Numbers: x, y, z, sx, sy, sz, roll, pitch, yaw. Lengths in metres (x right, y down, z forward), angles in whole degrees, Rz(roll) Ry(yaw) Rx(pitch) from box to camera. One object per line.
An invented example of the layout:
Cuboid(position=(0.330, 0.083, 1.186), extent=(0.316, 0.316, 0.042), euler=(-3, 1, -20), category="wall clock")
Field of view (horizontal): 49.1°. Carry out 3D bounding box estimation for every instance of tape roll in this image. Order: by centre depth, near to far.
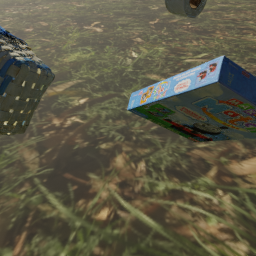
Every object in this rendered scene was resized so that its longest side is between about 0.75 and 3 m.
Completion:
Cuboid(position=(1.726, -3.893, 8.303), extent=(1.103, 1.103, 0.757), euler=(-24, 41, -33), category="tape roll")

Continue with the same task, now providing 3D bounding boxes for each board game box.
Cuboid(position=(1.029, -0.226, 3.713), extent=(1.412, 0.342, 1.867), euler=(24, -16, -23), category="board game box")

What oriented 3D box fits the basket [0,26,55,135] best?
Cuboid(position=(-2.781, -0.986, 5.373), extent=(2.333, 2.057, 1.622), euler=(35, 11, 11), category="basket")
